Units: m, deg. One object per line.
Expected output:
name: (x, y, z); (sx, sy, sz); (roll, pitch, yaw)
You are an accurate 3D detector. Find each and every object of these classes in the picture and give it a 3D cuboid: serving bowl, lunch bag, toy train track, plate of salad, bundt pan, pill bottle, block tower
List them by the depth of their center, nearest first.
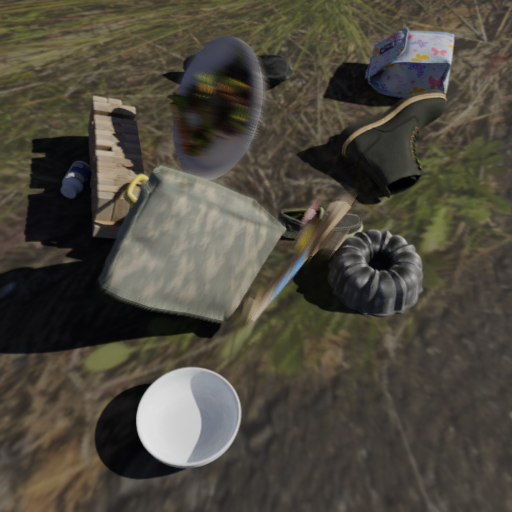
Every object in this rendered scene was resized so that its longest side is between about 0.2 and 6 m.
serving bowl: (-0.971, 2.414, 8.220); (1.498, 0.493, 1.498); (0, 50, 0)
lunch bag: (-1.104, -0.203, 8.775); (2.379, 1.951, 1.399); (18, 20, -41)
toy train track: (0.592, -0.023, 9.293); (2.520, 0.410, 1.445); (-50, 22, -8)
bundt pan: (2.164, 0.201, 10.007); (1.748, 0.656, 1.748); (0, 50, 0)
plate of salad: (-0.914, -2.811, 10.631); (0.653, 2.720, 2.720); (6, 39, -42)
block tower: (-2.877, -1.883, 11.430); (0.922, 0.987, 3.414); (3, 48, -22)
pill bottle: (-3.758, -1.575, 11.659); (0.432, 0.432, 0.778); (8, 50, 7)
lunch bag: (3.806, -4.802, 13.906); (1.965, 1.249, 1.666); (9, 47, 16)

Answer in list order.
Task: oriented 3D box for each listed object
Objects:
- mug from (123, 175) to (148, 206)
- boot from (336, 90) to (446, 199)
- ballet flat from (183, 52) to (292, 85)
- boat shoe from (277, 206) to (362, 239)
mug: (-1.597, -0.807, 10.415); (1.198, 1.495, 1.228); (-1, 39, 18)
boot: (3.350, -2.360, 12.089); (2.678, 1.037, 1.852); (-29, 59, -6)
ballet flat: (-0.482, -4.681, 14.270); (2.806, 0.797, 0.932); (6, 92, 7)
boat shoe: (1.235, -0.667, 10.800); (1.692, 0.556, 0.605); (-1, 50, -1)
